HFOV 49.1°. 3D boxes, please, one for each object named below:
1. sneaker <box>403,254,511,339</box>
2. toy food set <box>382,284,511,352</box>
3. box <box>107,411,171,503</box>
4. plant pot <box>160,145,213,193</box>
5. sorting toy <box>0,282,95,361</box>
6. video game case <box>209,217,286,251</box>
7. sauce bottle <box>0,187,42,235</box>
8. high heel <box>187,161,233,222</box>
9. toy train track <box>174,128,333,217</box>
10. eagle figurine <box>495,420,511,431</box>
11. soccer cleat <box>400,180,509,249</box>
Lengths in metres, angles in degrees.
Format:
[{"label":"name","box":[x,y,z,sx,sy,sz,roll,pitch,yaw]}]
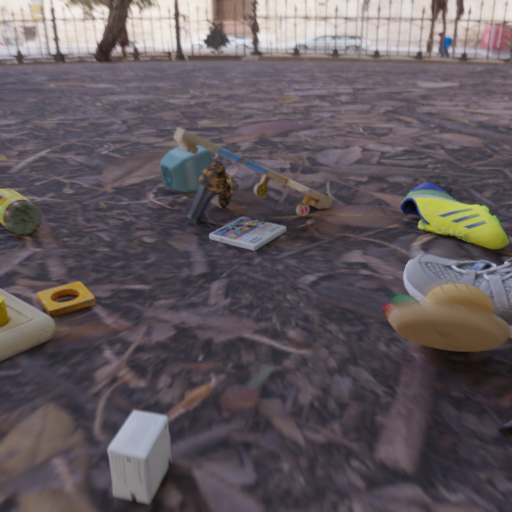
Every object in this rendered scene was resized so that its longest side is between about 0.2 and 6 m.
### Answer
[{"label":"sneaker","box":[3.676,0.364,7.352,3.413,1.400,1.275,14,27,29]},{"label":"toy food set","box":[2.262,0.782,6.710,1.448,0.352,1.433,30,-28,-34]},{"label":"box","box":[-1.051,1.826,5.118,0.362,0.551,0.554,6,25,13]},{"label":"plant pot","box":[-1.697,-2.043,13.422,1.021,0.999,1.002,-26,34,-28]},{"label":"sorting toy","box":[-4.041,0.837,7.380,2.149,0.520,3.817,20,31,38]},{"label":"video game case","box":[-0.148,-0.440,10.756,1.041,0.131,1.143,15,29,30]},{"label":"sauce bottle","box":[-5.054,-1.003,11.372,0.701,0.701,2.166,-19,28,-36]},{"label":"high heel","box":[-0.694,-1.645,11.702,0.702,1.402,1.967,32,37,1]},{"label":"toy train track","box":[-0.021,-1.565,11.403,3.735,0.608,2.142,20,10,-32]},{"label":"eagle figurine","box":[2.845,1.512,5.432,0.744,0.986,0.748,25,19,31]},{"label":"soccer cleat","box":[3.735,-0.650,10.735,1.056,0.816,2.524,-34,34,-2]}]
